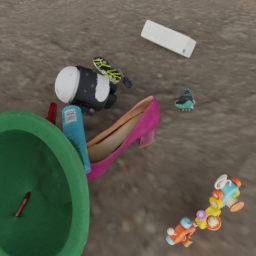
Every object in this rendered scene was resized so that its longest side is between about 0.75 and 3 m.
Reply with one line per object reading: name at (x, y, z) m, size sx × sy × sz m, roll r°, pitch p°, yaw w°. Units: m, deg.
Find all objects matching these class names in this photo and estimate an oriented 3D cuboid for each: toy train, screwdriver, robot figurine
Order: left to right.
robot figurine at (-1.042, -0.945, 6.982) m, size 1.521 × 0.949 × 1.143 m, roll 14°, pitch 18°, yaw -25°
screwdriver at (-0.101, -1.465, 7.945) m, size 0.220 × 0.211 × 1.514 m, roll 2°, pitch 29°, yaw -10°
toy train at (1.304, 1.398, 4.477) m, size 1.082 × 1.440 × 0.401 m, roll 14°, pitch 28°, yaw -50°

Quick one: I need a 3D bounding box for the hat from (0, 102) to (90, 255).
hat at (-1.120, 0.741, 5.221) m, size 2.382 × 2.876 × 2.531 m, roll -8°, pitch 1°, yaw 25°

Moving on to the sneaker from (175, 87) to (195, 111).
sneaker at (1.397, -0.781, 6.877) m, size 0.470 × 1.263 × 0.553 m, roll 1°, pitch 85°, yaw 10°

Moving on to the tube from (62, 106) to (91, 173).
tube at (-1.079, 0.269, 5.636) m, size 0.616 × 0.401 × 1.591 m, roll -31°, pitch 52°, yaw 25°

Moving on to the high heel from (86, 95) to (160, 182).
high heel at (-0.467, 0.190, 5.808) m, size 2.567 × 1.234 × 0.865 m, roll -28°, pitch 50°, yaw -23°

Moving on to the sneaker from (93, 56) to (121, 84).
sneaker at (-0.668, -1.689, 8.317) m, size 0.394 × 0.399 × 1.044 m, roll -39°, pitch 80°, yaw -25°

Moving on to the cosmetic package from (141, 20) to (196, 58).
cosmetic package at (1.381, -3.056, 9.595) m, size 1.701 × 0.630 × 0.865 m, roll 31°, pitch 18°, yaw 24°
